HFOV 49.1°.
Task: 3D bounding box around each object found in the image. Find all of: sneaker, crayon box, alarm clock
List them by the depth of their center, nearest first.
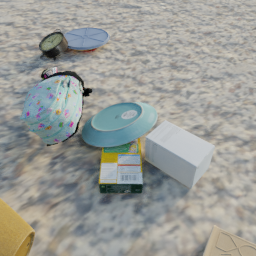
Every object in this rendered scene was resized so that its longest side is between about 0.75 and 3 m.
[{"bbox_3d":[-0.183,0.993,8.022,1.150,0.472,1.829,0,43,0],"label":"crayon box"},{"bbox_3d":[-3.175,-1.987,11.273,0.648,0.547,1.482,-8,39,-7],"label":"sneaker"},{"bbox_3d":[-3.430,-3.998,13.124,1.299,0.641,1.926,-10,56,17],"label":"alarm clock"}]

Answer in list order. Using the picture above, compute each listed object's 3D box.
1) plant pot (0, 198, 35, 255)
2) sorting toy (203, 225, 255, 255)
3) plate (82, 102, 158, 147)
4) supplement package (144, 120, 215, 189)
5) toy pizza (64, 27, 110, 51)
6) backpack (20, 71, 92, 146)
[{"bbox_3d":[-3.441,2.107,5.526,2.830,2.637,2.637,20,45,3],"label":"plant pot"},{"bbox_3d":[2.171,3.040,5.934,1.262,0.251,1.707,24,44,18],"label":"sorting toy"},{"bbox_3d":[-0.324,-0.279,8.997,2.549,0.326,2.549,-13,30,8],"label":"plate"},{"bbox_3d":[1.409,0.718,7.935,1.651,0.989,1.001,31,51,29],"label":"supplement package"},{"bbox_3d":[-2.123,-4.388,14.011,2.451,0.388,2.451,-1,42,1],"label":"toy pizza"},{"bbox_3d":[-2.276,-0.606,8.578,1.961,1.487,2.350,-28,39,22],"label":"backpack"}]
